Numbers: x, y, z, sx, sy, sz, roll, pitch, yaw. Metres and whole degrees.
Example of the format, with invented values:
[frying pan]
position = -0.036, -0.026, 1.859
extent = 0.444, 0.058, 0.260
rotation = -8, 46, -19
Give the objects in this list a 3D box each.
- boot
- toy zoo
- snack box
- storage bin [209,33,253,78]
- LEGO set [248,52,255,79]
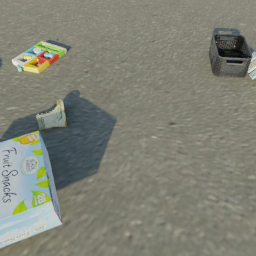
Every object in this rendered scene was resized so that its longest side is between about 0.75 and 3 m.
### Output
[boot]
position = -2.226, -0.399, 8.111
extent = 0.840, 0.391, 1.086
rotation = -12, 48, -11
[toy zoo]
position = -3.373, -2.609, 10.436
extent = 1.256, 0.196, 1.915
rotation = 21, 49, 19
[snack box]
position = -2.583, 1.242, 5.820
extent = 1.993, 0.800, 2.363
rotation = -18, 39, -11
[storage bin]
position = 3.612, -2.603, 10.016
extent = 1.155, 0.801, 1.708
rotation = 4, 46, 4
[LEGO set]
position = 4.684, -2.568, 9.416
extent = 0.421, 1.717, 1.283
rotation = 36, 33, -24
